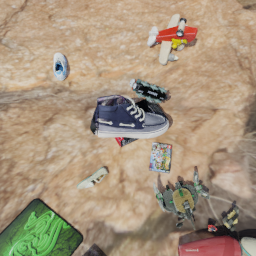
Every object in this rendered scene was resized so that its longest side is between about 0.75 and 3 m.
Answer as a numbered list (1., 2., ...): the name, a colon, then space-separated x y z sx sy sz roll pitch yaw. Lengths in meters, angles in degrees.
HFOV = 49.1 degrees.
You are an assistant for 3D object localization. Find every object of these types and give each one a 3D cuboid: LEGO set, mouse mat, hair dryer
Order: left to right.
1. mouse mat: -3.051 3.786 8.462 2.273 0.106 2.824 31 60 20
2. LEGO set: 2.077 2.558 9.075 2.891 0.819 1.877 41 66 11
3. hair dryer: 2.647 4.095 7.821 2.807 0.762 2.138 33 60 21

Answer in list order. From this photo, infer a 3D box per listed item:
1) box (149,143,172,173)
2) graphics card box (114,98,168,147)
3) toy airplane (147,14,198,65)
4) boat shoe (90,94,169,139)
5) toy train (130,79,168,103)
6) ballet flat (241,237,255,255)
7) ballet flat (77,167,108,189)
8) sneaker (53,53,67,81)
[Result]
1. box: 1.200 1.086 10.283 0.753 0.208 1.103 7 55 5
2. graphics card box: 0.317 -0.273 11.029 2.175 0.553 1.364 -25 58 -15
3. toy airplane: 2.071 -4.247 13.439 2.238 1.579 2.228 -42 46 14
4. boat shoe: 0.160 -0.401 9.147 2.716 1.260 1.014 -4 42 -16
5. toy train: 0.771 -1.430 10.575 1.539 0.656 0.877 14 20 -30
6. ballet flat: 4.616 3.882 7.808 2.851 0.990 0.990 37 63 18
7. ballet flat: -1.201 1.803 9.678 1.206 0.407 0.376 -35 72 -22
8. sneaker: -3.139 -2.939 12.876 0.622 0.627 1.731 -11 54 -6
